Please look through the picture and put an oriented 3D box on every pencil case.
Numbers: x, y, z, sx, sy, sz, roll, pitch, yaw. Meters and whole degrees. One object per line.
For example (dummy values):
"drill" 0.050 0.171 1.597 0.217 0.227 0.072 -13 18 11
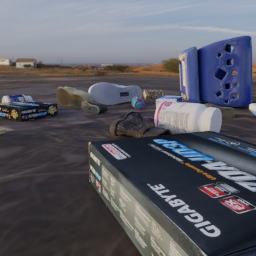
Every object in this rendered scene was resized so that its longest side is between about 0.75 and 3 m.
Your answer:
"pencil case" 0.406 -1.045 11.761 0.447 0.486 1.051 -2 13 -8

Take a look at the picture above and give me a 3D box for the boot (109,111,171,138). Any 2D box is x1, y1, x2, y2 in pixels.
"boot" 0.433 0.048 7.018 1.379 0.548 1.584 12 21 26

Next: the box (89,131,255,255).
"box" 0.995 0.710 3.386 2.304 0.667 2.899 -5 13 -22

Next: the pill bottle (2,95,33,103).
"pill bottle" -4.527 -1.056 11.524 0.606 0.606 1.091 10 15 38

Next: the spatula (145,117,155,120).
"spatula" 1.049 -0.409 9.641 0.454 0.165 1.607 7 14 24

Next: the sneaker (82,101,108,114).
"sneaker" -1.316 -0.780 10.936 1.080 0.404 0.574 23 20 39

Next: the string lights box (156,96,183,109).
"string lights box" 1.777 -1.062 11.852 0.818 0.470 1.593 5 13 21

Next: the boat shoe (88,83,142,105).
"boat shoe" -0.692 -1.587 13.403 2.873 1.057 0.939 1 2 -36

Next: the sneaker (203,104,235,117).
"sneaker" 3.149 -0.612 10.074 1.227 0.459 0.652 10 8 3

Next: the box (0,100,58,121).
"box" -3.733 -0.650 10.052 1.916 0.441 1.523 9 16 37

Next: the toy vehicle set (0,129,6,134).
"toy vehicle set" -3.692 0.132 7.327 0.485 0.103 0.780 7 14 28

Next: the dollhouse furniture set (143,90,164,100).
"dollhouse furniture set" 1.371 -1.754 15.278 1.031 0.534 0.456 -3 53 -16

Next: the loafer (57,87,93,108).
"loafer" -2.392 -1.346 12.540 2.202 0.833 0.752 23 23 38

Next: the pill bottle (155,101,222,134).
"pill bottle" 1.520 -0.216 7.142 1.518 0.861 0.861 10 16 38

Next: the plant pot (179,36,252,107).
"plant pot" 3.803 -2.464 12.795 2.663 2.963 2.962 -5 13 5

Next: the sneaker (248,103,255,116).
"sneaker" 5.456 -0.813 9.011 2.896 1.255 1.086 6 15 29
